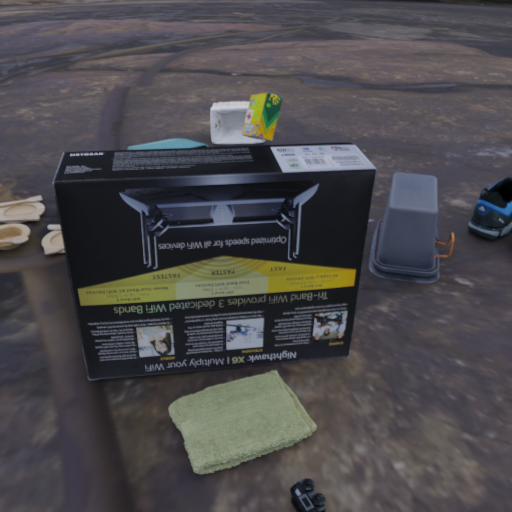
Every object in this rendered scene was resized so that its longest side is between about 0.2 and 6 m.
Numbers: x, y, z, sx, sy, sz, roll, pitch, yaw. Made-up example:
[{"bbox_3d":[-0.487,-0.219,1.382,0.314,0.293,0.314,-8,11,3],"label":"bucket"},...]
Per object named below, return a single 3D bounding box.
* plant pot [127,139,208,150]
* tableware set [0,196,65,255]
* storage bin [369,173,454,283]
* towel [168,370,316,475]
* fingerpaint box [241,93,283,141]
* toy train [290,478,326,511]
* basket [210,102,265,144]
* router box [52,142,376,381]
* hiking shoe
[{"bbox_3d":[-2.179,-1.953,13.206,1.519,1.520,2.150,-16,27,-24],"label":"plant pot"},{"bbox_3d":[-4.660,-0.753,12.244,2.319,0.322,2.776,-5,32,-8],"label":"tableware set"},{"bbox_3d":[3.121,-0.645,11.025,1.550,1.430,2.130,8,33,13],"label":"storage bin"},{"bbox_3d":[-0.190,2.183,7.473,1.722,0.314,1.277,-12,35,-21],"label":"towel"},{"bbox_3d":[0.144,-3.599,14.547,0.487,1.107,1.327,12,8,-21],"label":"fingerpaint box"},{"bbox_3d":[0.838,3.095,6.015,0.378,0.282,1.651,-18,35,-21],"label":"toy train"},{"bbox_3d":[-0.559,-4.048,16.883,1.633,1.107,1.007,-3,30,-4],"label":"basket"},{"bbox_3d":[-0.532,0.104,8.052,4.058,3.191,1.060,-3,31,-9],"label":"router box"},{"bbox_3d":[5.690,-1.210,12.226,2.563,1.111,0.954,-25,39,-34],"label":"hiking shoe"}]
